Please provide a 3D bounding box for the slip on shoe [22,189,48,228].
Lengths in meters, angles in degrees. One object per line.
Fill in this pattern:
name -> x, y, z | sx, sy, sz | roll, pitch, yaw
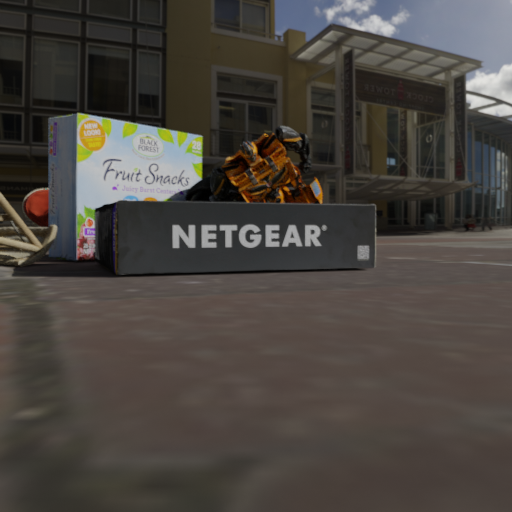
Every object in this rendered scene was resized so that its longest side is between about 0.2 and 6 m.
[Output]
slip on shoe -> -3.439, -0.780, 11.228 | 2.776, 1.028, 0.849 | 19, -17, 10

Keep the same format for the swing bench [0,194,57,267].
swing bench -> -3.864, -0.338, 7.878 | 1.369, 0.893, 1.376 | 0, -27, 27

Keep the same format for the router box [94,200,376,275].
router box -> -0.432, -0.272, 7.659 | 3.268, 0.853, 2.569 | -1, 3, -20

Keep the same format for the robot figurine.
robot figurine -> 0.298, -1.021, 9.307 | 1.839, 0.738, 2.536 | -34, -31, 2

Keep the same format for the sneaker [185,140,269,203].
sneaker -> -0.541, -1.111, 10.948 | 1.762, 1.176, 3.076 | -35, 0, -7

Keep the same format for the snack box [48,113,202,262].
snack box -> -2.235, -1.133, 9.973 | 0.942, 2.348, 2.785 | 4, 4, 38
